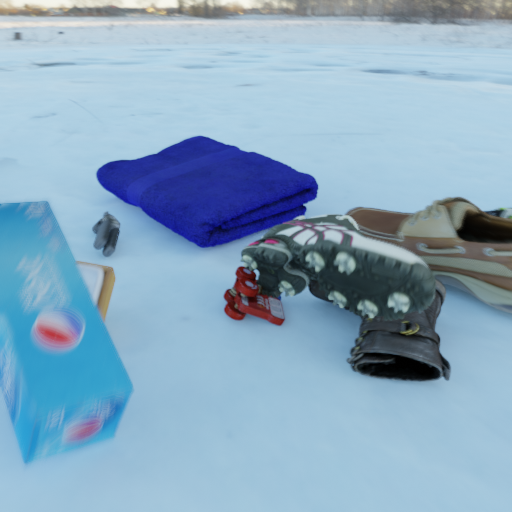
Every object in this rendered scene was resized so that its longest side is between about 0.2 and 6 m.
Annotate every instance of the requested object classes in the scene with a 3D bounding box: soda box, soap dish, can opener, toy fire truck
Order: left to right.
[{"bbox_3d":[-2.277,0.637,5.830,0.924,0.874,2.725,-8,49,-37],"label":"soda box"},{"bbox_3d":[-2.488,0.557,7.255,1.283,1.009,0.521,9,-11,16],"label":"soap dish"},{"bbox_3d":[-2.685,-0.353,9.903,0.492,0.393,1.472,-40,24,13],"label":"can opener"},{"bbox_3d":[0.000,0.591,7.814,0.785,0.524,0.935,22,21,-13],"label":"toy fire truck"}]

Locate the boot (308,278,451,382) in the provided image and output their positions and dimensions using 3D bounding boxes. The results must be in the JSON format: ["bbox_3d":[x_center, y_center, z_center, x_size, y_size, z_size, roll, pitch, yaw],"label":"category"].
[{"bbox_3d":[1.444,0.802,7.085,2.055,0.711,1.789,5,32,22],"label":"boot"}]

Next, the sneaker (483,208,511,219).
[{"bbox_3d":[4.815,-0.706,9.101,3.198,1.324,1.147,4,31,24],"label":"sneaker"}]

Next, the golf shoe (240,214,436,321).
[{"bbox_3d":[1.025,-0.062,6.914,2.822,1.089,1.243,10,48,48],"label":"golf shoe"}]

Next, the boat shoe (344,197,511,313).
[{"bbox_3d":[2.857,-0.298,8.272,3.488,1.252,1.321,18,39,33],"label":"boat shoe"}]

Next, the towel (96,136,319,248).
[{"bbox_3d":[-1.065,-1.336,11.351,2.966,0.995,4.017,-25,35,-30],"label":"towel"}]
